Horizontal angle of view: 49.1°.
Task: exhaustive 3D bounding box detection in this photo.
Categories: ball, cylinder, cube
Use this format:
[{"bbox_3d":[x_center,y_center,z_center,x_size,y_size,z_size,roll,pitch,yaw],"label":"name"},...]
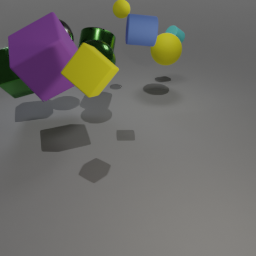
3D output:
[{"bbox_3d":[-2.680,-3.245,10.174,1.400,1.400,1.400,0,31,0],"label":"ball"},{"bbox_3d":[1.704,-3.512,12.523,1.400,1.400,1.400,0,31,0],"label":"ball"},{"bbox_3d":[-1.275,-3.026,11.066,1.400,1.400,1.400,9,-4,1],"label":"cylinder"},{"bbox_3d":[-2.102,-1.845,7.375,1.400,1.400,1.400,-26,52,5],"label":"cube"},{"bbox_3d":[-0.696,-1.077,5.295,0.700,0.700,0.700,41,13,-1],"label":"cube"},{"bbox_3d":[-0.263,-4.733,11.144,0.700,0.700,0.700,0,31,0],"label":"ball"},{"bbox_3d":[-1.120,-2.318,9.645,1.400,1.400,1.400,0,31,0],"label":"ball"},{"bbox_3d":[0.320,-2.363,6.781,0.700,0.700,0.700,3,31,-6],"label":"cylinder"},{"bbox_3d":[-4.064,-2.149,10.651,1.400,1.400,1.400,-16,75,-1],"label":"cube"},{"bbox_3d":[2.252,-4.437,13.416,0.700,0.700,0.700,13,15,-46],"label":"cylinder"}]
